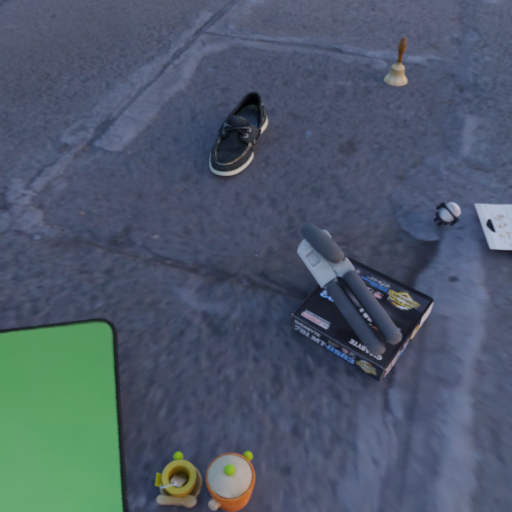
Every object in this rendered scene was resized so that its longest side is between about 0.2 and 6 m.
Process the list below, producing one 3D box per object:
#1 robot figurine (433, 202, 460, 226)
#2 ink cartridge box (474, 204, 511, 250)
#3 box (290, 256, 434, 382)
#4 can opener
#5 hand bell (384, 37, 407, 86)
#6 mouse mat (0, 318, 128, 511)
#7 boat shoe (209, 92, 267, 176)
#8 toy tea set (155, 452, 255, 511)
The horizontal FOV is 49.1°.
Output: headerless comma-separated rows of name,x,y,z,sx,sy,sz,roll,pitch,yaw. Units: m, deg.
robot figurine,3.564,-0.772,10.479,0.375,0.499,0.312,34,29,-27
ink cartridge box,4.696,-0.452,10.353,1.113,0.279,1.282,2,45,2
box,1.685,0.923,8.906,1.676,0.416,1.663,29,51,26
can opener,1.267,0.433,8.191,0.580,0.727,2.174,-37,60,8
hand bell,3.636,-4.983,14.226,0.603,1.157,0.603,0,45,0
mouse mat,-2.980,2.371,7.036,2.576,0.121,3.201,-6,62,-10
boat shoe,-0.356,-2.749,12.221,0.955,0.847,2.555,17,48,16
toy tea set,-0.612,3.167,6.402,1.246,0.775,2.095,-2,45,-2
